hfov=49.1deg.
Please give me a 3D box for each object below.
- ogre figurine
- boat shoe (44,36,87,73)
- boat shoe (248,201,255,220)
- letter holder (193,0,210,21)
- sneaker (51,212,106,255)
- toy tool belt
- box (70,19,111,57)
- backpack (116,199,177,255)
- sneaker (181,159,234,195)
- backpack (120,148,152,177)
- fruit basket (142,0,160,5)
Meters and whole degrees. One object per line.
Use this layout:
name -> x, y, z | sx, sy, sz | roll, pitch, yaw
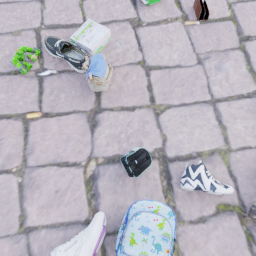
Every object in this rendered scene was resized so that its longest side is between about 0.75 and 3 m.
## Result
ogre figurine -> -4.858, -3.261, 13.121 | 0.934, 0.764, 1.558 | 24, 81, -8
boat shoe -> -2.915, -3.702, 13.222 | 2.781, 0.839, 1.051 | 32, 66, 13
boat shoe -> 5.246, 3.550, 9.928 | 2.201, 0.820, 0.807 | 40, 90, 19
letter holder -> 3.821, -6.230, 14.451 | 0.565, 0.799, 1.124 | -6, 64, -3
sneaker -> -1.739, 4.055, 9.432 | 1.431, 1.075, 2.873 | 24, 67, 11
toy tool belt -> -1.375, -2.718, 12.394 | 1.294, 1.273, 2.072 | -8, 63, 15
box -> -1.784, -4.361, 13.600 | 1.331, 0.730, 1.509 | 31, 68, 13
backpack -> 0.688, 3.523, 9.422 | 1.949, 1.565, 2.130 | 14, 61, 3
sneaker -> 3.028, 1.811, 10.648 | 1.938, 0.774, 1.261 | 6, 73, 14
backpack -> 0.324, 1.274, 10.784 | 1.100, 0.843, 0.967 | -33, 99, -23
fruit basket -> 1.145, -7.191, 15.116 | 1.248, 0.631, 1.347 | -25, 52, -11
